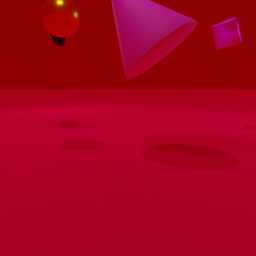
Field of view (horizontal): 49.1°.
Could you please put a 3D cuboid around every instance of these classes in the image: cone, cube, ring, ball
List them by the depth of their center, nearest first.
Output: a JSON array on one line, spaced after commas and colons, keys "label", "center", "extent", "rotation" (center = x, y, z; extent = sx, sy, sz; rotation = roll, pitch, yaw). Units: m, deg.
[{"label": "cone", "center": [0.130, -2.038, 5.184], "extent": [1.604, 1.610, 1.604], "rotation": [-37, -1, -1]}, {"label": "ball", "center": [-1.501, -2.504, 6.274], "extent": [0.902, 0.902, 0.902], "rotation": [0, 9, 0]}, {"label": "cube", "center": [2.992, -2.785, 8.377], "extent": [0.723, 0.723, 0.723], "rotation": [-12, 9, 32]}, {"label": "ring", "center": [-2.505, -3.525, 9.451], "extent": [0.321, 1.605, 1.605], "rotation": [-21, 14, -16]}]
